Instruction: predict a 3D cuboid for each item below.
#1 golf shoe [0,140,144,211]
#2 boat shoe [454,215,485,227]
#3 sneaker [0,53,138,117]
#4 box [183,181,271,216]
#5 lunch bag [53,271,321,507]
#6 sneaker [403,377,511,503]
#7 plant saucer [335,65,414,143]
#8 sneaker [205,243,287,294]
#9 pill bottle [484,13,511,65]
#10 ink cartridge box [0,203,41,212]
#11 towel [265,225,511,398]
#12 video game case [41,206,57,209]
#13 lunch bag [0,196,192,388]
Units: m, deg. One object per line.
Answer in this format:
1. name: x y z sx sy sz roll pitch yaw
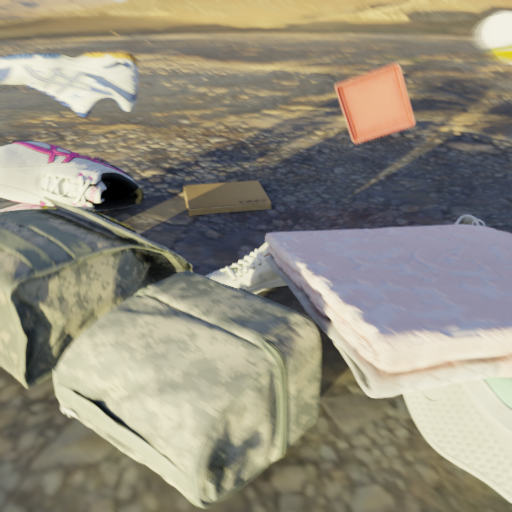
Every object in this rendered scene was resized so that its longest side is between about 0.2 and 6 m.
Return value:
1. golf shoe: -3.751 -1.538 11.114 1.525 1.203 3.313 22 16 37
2. boat shoe: 3.713 -0.228 9.780 0.739 0.853 2.000 10 29 18
3. sneaker: -2.978 -2.659 8.765 2.244 0.989 0.845 -3 20 -9
4. box: -0.691 -1.333 12.634 1.808 0.192 1.478 -6 27 -9
5. lunch bag: -0.739 1.346 5.906 2.311 1.610 1.938 21 32 34
6. sneaker: 2.922 1.695 5.943 1.761 1.099 2.985 -5 25 -24
7. plant saucer: 2.450 -3.134 11.543 1.316 1.318 0.242 -14 29 19
8. sneaker: 0.002 0.122 9.139 2.002 0.847 0.729 -13 32 -21
9. pill bottle: 3.745 -3.152 8.248 0.505 0.505 0.896 26 10 40
10. ink cartridge box: -4.360 -0.482 10.563 1.395 0.591 1.016 19 32 36
11. towel: 2.499 0.379 7.001 4.080 0.688 4.271 -3 17 -12
12. video game case: -4.154 -0.949 11.985 0.873 0.111 0.789 -7 28 -11
13. lunch bag: -2.691 0.194 8.064 2.394 1.716 2.919 22 31 35
